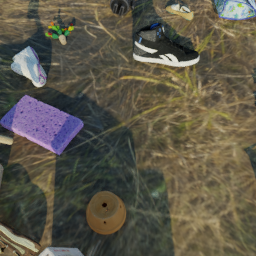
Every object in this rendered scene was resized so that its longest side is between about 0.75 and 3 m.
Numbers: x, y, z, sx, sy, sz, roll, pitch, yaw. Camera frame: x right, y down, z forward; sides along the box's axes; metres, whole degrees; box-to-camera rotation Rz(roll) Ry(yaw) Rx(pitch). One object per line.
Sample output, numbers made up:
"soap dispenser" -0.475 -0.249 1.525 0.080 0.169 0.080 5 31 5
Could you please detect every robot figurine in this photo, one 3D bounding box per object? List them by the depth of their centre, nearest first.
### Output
"robot figurine" -0.315 -5.628 12.397 0.892 1.074 1.429 -15 49 33

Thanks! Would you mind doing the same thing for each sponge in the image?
"sponge" -2.768 -0.147 9.022 2.341 0.349 1.306 24 59 15

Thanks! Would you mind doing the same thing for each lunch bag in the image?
"lunch bag" 4.814 -5.507 12.293 1.667 1.062 1.417 8 55 -6

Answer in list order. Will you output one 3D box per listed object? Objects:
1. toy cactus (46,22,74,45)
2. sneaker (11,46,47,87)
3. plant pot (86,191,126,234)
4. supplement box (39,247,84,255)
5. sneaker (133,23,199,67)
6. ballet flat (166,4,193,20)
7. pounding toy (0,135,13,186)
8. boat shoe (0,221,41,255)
"toy cactus" -2.743 -3.894 11.502 1.198 0.613 0.989 -15 66 -20
"sneaker" -3.624 -2.090 10.199 1.036 0.779 2.081 -27 53 -6
"plant pot" -0.583 2.106 7.249 1.069 0.748 1.069 0 55 0
"supplement box" -0.779 3.704 5.496 2.710 1.708 0.996 39 79 24
"sneaker" 1.464 -3.108 10.285 2.503 1.400 0.914 4 41 2
"ballet flat" 2.314 -5.256 12.438 1.379 0.435 0.473 31 61 20
"pounding toy" -4.124 0.929 6.691 2.606 2.967 1.357 -4 56 -3
"boat shoe" -3.027 2.767 6.892 1.687 0.623 0.624 22 65 14
